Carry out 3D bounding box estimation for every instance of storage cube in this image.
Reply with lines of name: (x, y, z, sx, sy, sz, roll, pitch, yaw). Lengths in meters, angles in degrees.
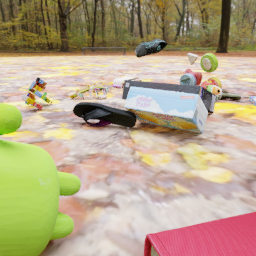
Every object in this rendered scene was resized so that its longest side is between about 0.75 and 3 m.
storage cube: (1.070, 1.514, 1.609, 1.587, 1.509, 1.765, -5, 18, -17)

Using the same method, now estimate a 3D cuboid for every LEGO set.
LEGO set: (-1.700, -1.569, 13.096, 1.955, 0.727, 0.899, -14, -12, -25)

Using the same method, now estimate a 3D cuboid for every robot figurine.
robot figurine: (-1.835, 0.808, 3.152, 2.566, 2.252, 1.485, 17, -11, -42)

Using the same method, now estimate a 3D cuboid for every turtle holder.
turtle holder: (3.813, -1.476, 12.505, 0.679, 0.956, 0.726, 4, 49, 19)

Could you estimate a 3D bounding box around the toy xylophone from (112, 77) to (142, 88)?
toy xylophone: (-0.035, -2.694, 16.531, 1.350, 0.463, 1.844, 15, 23, 39)

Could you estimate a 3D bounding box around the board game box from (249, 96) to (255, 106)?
board game box: (5.790, -1.146, 12.094, 0.820, 0.209, 1.211, 3, 18, 10)

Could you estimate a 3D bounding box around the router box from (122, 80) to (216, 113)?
router box: (1.536, -1.127, 10.217, 2.817, 0.736, 2.215, 10, 3, 29)

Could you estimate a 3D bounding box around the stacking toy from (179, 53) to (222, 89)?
stacking toy: (3.528, -2.697, 14.229, 0.950, 2.035, 2.248, -27, 31, -33)

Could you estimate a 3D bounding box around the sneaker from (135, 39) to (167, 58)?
sneaker: (0.996, -3.456, 12.059, 1.558, 0.587, 0.618, -33, 38, -23)

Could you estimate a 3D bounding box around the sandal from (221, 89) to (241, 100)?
sandal: (4.495, -1.580, 12.886, 1.397, 0.399, 0.555, 13, -6, 24)

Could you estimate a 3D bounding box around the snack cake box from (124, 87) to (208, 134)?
snack cake box: (1.142, -0.544, 8.404, 2.183, 0.733, 1.255, 12, -13, 32)

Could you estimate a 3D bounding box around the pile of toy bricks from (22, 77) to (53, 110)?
pile of toy bricks: (-3.650, -1.336, 11.722, 1.087, 1.222, 2.202, 35, -5, -18)

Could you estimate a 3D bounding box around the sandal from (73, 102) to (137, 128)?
sandal: (-0.823, -0.343, 8.785, 2.173, 0.817, 0.520, 10, 55, 18)
